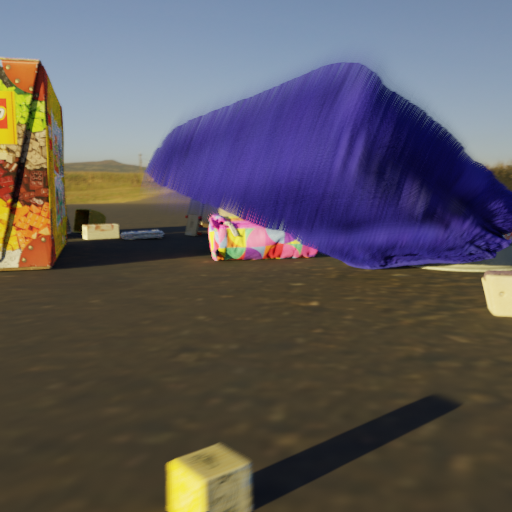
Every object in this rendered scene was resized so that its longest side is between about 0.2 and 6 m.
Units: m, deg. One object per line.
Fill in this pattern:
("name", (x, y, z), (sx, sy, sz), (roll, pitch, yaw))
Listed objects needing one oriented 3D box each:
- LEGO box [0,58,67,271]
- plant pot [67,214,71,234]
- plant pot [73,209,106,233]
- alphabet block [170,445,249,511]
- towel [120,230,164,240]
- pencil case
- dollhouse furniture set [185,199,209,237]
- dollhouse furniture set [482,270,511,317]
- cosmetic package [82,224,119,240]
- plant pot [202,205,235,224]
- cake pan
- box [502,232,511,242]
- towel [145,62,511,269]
("LEGO box", (-4.492, -1.568, 10.309), (1.653, 3.190, 4.283), (-2, 7, -15))
("plant pot", (-6.115, -1.273, 14.556), (1.646, 1.857, 1.859), (-11, 6, 3))
("plant pot", (-4.748, -0.972, 16.166), (0.695, 0.691, 0.711), (5, -1, 37))
("alphabet block", (-0.182, 0.908, 2.200), (0.230, 0.225, 0.226), (-7, 8, -40))
("towel", (-2.979, -0.551, 14.624), (1.086, 0.176, 1.479), (-4, 6, -12))
("pencil case", (0.123, -0.346, 10.030), (2.031, 0.898, 0.898), (-3, 7, -17))
("dollhouse furniture set", (-0.961, -0.946, 15.751), (2.020, 1.052, 2.042), (9, 0, -39))
("dollhouse furniture set", (3.444, -0.313, 6.340), (1.843, 1.651, 2.326), (2, 7, 14))
("cosmetic package", (-3.978, -0.618, 14.340), (0.830, 0.362, 0.429), (-4, 8, -33))
("plant pot", (-0.192, -1.240, 11.547), (1.818, 1.221, 1.818), (2, 1, 0))
("cake pan", (3.446, -0.059, 9.578), (2.113, 0.388, 2.113), (0, 7, 0))
("box", (6.260, -0.754, 11.985), (2.458, 1.173, 1.225), (-2, 7, -17))
("towel", (1.148, -0.645, 6.922), (3.085, 1.035, 4.178), (-10, -20, 41))
